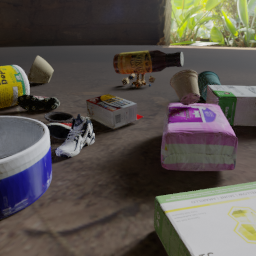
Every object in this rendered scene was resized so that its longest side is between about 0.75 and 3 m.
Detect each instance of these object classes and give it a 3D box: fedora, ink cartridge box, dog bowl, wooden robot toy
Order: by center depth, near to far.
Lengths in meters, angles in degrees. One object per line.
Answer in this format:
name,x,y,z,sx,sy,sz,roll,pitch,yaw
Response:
ink cartridge box,1.805,1.772,3.423,2.178,0.718,2.993,-5,19,-13
dog bowl,-3.008,0.694,5.667,2.828,1.114,2.828,0,21,0
fedora,-2.189,-0.179,9.022,0.974,0.440,0.861,12,24,18
ink cartridge box,-0.449,-0.660,9.700,1.366,0.653,1.556,-22,32,-36
ink cartridge box,4.192,-0.822,9.872,2.513,1.044,1.842,1,20,4
wooden robot toy,0.497,-2.519,15.032,1.863,0.821,0.845,6,32,17

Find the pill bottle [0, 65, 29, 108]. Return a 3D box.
pill bottle,-5.507,-1.473,10.766,1.654,1.654,2.933,17,26,39

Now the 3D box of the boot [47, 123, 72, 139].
boot,-1.852,-0.004,8.537,1.222,0.442,0.881,7,18,-13

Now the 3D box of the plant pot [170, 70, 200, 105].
plant pot,1.648,-1.076,7.845,0.817,0.817,0.748,-3,59,-9

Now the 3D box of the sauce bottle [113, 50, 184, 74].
sauce bottle,0.731,-2.460,10.332,2.561,0.845,0.845,-1,18,24

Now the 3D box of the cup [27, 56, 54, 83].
cup,-4.917,-3.180,15.991,1.112,1.555,1.555,23,15,-15

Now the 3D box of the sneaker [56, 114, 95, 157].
sneaker,-1.408,0.131,7.455,0.577,0.941,1.447,12,24,32

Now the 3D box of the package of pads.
package of pads,1.731,0.134,7.301,1.642,1.031,2.725,3,20,8

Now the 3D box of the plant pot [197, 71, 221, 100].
plant pot,3.641,-1.794,12.519,1.220,1.220,1.195,0,28,1

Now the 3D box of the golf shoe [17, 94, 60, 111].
golf shoe,-3.545,-0.974,11.163,1.630,0.629,0.718,6,5,-2
